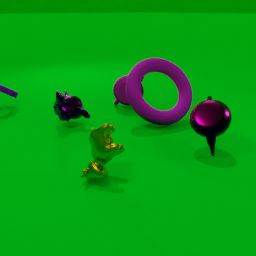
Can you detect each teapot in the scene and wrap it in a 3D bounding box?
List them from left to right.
[{"bbox_3d":[0.065,-1.320,9.258,1.014,1.631,0.799,40,24,-14],"label":"teapot"},{"bbox_3d":[1.932,-0.116,6.536,0.941,0.741,1.513,-5,62,20],"label":"teapot"}]

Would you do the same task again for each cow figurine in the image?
[{"bbox_3d":[-0.585,0.506,5.584,0.997,1.013,0.556,-28,-14,11],"label":"cow figurine"}]

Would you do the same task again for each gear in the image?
[{"bbox_3d":[-4.117,-1.288,9.037,1.105,0.204,1.105,24,-2,1],"label":"gear"}]

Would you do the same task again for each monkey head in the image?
[{"bbox_3d":[-1.657,-0.693,7.880,0.800,0.956,1.328,-28,55,-30],"label":"monkey head"}]

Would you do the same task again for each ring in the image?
[{"bbox_3d":[0.912,-1.060,7.991,2.033,2.033,0.407,-10,-12,-20],"label":"ring"}]
